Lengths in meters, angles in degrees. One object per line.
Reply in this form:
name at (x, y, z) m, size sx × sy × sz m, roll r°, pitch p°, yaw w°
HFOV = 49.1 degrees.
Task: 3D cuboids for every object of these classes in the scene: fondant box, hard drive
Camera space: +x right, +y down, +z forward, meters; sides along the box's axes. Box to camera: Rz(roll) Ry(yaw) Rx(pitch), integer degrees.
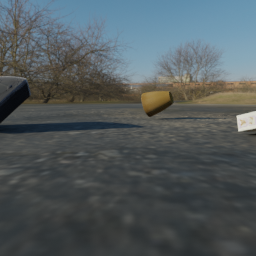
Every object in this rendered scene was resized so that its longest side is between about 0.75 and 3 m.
fondant box at (3.552, -0.220, 6.619) m, size 1.085 × 0.438 × 1.503 m, roll 2°, pitch -12°, yaw -31°
hard drive at (-4.185, -0.768, 8.413) m, size 2.865 × 0.606 × 1.932 m, roll 10°, pitch 52°, yaw 43°

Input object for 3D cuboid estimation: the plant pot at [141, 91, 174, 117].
plant pot at (1.318, -1.146, 12.031) m, size 1.163 × 1.083 × 1.083 m, roll -16°, pitch -1°, yaw 25°
